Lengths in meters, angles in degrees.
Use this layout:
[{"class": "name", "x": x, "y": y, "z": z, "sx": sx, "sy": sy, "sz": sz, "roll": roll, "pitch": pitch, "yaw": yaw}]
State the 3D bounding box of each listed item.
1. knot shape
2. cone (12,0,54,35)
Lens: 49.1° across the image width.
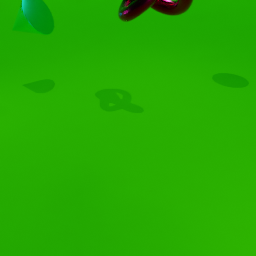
[{"class": "knot shape", "x": 0.364, "y": -2.766, "z": 5.413, "sx": 0.822, "sy": 1.665, "sz": 1.780, "roll": -14, "pitch": 71, "yaw": -49}, {"class": "cone", "x": -2.693, "y": -2.764, "z": 7.346, "sx": 1.051, "sy": 1.047, "sz": 1.047, "roll": -14, "pitch": 25, "yaw": 29}]
